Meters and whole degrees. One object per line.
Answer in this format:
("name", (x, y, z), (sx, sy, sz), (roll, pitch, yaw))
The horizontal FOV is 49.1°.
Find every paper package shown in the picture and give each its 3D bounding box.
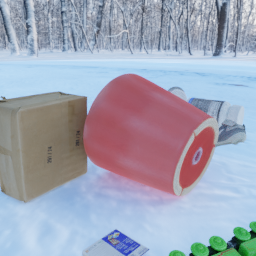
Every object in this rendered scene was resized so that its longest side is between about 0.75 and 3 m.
("paper package", (-2.069, 0.334, 6.951), (1.151, 2.224, 2.120), (14, 21, 36))

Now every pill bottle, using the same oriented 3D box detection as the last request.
("pill bottle", (2.567, -1.657, 15.009), (1.049, 1.049, 1.841), (2, 18, 6))
("pill bottle", (3.386, -0.518, 11.169), (2.150, 1.223, 1.223), (12, 21, 32))

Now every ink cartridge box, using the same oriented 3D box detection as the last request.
("ink cartridge box", (-0.200, 2.117, 4.733), (0.818, 0.192, 0.808), (18, 23, 40))

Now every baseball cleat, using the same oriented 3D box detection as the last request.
("baseball cleat", (2.610, 0.182, 8.061), (1.491, 0.794, 0.520), (-8, -25, 27))

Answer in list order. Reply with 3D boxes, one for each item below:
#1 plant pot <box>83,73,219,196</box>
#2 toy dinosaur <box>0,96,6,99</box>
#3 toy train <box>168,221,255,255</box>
("plant pot", (0.692, 0.259, 6.931), (2.419, 2.734, 2.734), (25, 29, 34))
("toy dinosaur", (-5.266, -0.791, 12.405), (0.386, 1.327, 0.671), (2, 41, 45))
("toy train", (1.391, 2.095, 4.324), (2.520, 0.526, 0.711), (-9, 30, -24))
